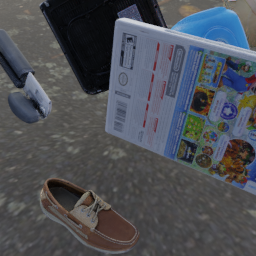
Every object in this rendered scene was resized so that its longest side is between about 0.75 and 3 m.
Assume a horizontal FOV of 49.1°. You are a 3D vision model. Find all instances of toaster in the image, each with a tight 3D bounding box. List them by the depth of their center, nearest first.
[{"bbox_3d":[-0.305,-2.403,7.178,2.608,2.884,1.711,-23,15,13],"label":"toaster"}]

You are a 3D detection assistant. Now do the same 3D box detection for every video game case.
[{"bbox_3d":[0.957,-0.291,4.140,2.773,1.986,0.250,22,36,20],"label":"video game case"}]

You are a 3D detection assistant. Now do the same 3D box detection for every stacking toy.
[{"bbox_3d":[1.035,-1.180,5.488,1.436,1.358,2.475,-23,6,-18],"label":"stacking toy"}]

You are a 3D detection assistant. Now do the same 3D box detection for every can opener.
[{"bbox_3d":[-2.915,-1.331,7.129,0.934,0.745,2.794,-26,73,-45],"label":"can opener"}]

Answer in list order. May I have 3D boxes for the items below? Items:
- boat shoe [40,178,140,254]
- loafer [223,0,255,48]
[{"bbox_3d":[-0.708,1.447,4.749,1.939,0.696,0.734,20,40,15],"label":"boat shoe"},{"bbox_3d":[2.848,-3.154,7.072,1.119,1.010,2.957,12,48,-23],"label":"loafer"}]
